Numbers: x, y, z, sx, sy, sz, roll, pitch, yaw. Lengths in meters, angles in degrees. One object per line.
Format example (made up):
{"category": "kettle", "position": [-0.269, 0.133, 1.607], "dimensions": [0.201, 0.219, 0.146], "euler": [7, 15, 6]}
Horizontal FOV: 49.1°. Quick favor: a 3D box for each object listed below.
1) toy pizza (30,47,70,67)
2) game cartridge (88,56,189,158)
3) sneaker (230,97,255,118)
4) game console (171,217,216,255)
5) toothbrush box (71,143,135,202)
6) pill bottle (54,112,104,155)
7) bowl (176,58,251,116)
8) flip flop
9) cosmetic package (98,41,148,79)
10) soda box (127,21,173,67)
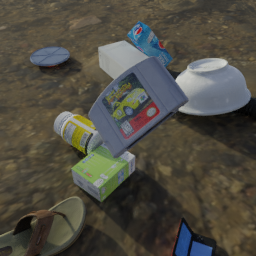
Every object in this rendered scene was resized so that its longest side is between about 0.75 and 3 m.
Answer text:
{"category": "toy pizza", "position": [-3.739, -3.396, 13.501], "dimensions": [1.869, 0.296, 1.869], "euler": [-1, 42, 1]}
{"category": "game cartridge", "position": [0.105, -0.510, 6.487], "dimensions": [0.457, 2.237, 1.489], "euler": [7, 47, -59]}
{"category": "sneaker", "position": [4.177, -0.756, 10.225], "dimensions": [0.942, 0.842, 2.301], "euler": [-39, 49, -9]}
{"category": "game console", "position": [1.488, 2.687, 6.195], "dimensions": [0.913, 0.629, 1.059], "euler": [14, 43, 16]}
{"category": "toothbrush box", "position": [-0.666, 1.170, 7.933], "dimensions": [1.090, 0.644, 1.497], "euler": [27, 48, 28]}
{"category": "pill bottle", "position": [-1.477, 0.161, 8.862], "dimensions": [1.698, 0.971, 0.971], "euler": [28, 48, 28]}
{"category": "bowl", "position": [2.920, -1.696, 10.233], "dimensions": [2.929, 1.316, 2.929], "euler": [-10, 29, 6]}
{"category": "flip flop", "position": [-2.229, 2.410, 6.368], "dimensions": [2.819, 0.811, 1.143], "euler": [-21, 45, -22]}
{"category": "cosmetic package", "position": [-0.064, -2.751, 12.188], "dimensions": [1.471, 1.058, 2.607], "euler": [-21, 46, -22]}
{"category": "soda box", "position": [0.996, -3.476, 12.097], "dimensions": [0.783, 2.309, 0.741], "euler": [-49, 50, 6]}
